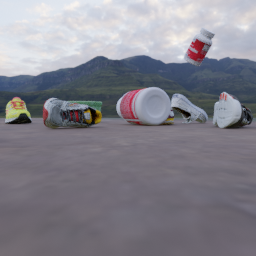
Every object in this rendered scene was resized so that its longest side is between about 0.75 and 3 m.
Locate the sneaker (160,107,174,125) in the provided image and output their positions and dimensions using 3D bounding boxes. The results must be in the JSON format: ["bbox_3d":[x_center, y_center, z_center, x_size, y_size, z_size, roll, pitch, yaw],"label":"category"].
[{"bbox_3d":[1.448,-0.580,11.501,0.716,0.860,1.910,-1,3,-12],"label":"sneaker"}]

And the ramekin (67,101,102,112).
[{"bbox_3d":[-2.491,-0.844,14.975,2.216,1.082,2.216,0,2,0],"label":"ramekin"}]

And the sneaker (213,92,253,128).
[{"bbox_3d":[3.276,-0.484,8.458,1.094,1.030,2.672,7,4,10],"label":"sneaker"}]

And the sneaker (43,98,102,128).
[{"bbox_3d":[-1.553,-0.416,8.027,0.895,0.848,2.179,2,4,28],"label":"sneaker"}]

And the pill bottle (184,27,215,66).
[{"bbox_3d":[2.395,-2.708,9.346,0.641,1.142,0.641,21,27,-11],"label":"pill bottle"}]

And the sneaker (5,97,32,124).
[{"bbox_3d":[-5.019,-0.792,12.585,1.041,1.203,2.663,0,3,-33],"label":"sneaker"}]

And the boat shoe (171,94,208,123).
[{"bbox_3d":[2.827,-0.603,13.025,2.303,0.982,0.851,33,-23,-33],"label":"boat shoe"}]

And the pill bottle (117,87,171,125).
[{"bbox_3d":[0.476,-0.806,10.855,1.357,1.357,2.417,-1,3,-25],"label":"pill bottle"}]
